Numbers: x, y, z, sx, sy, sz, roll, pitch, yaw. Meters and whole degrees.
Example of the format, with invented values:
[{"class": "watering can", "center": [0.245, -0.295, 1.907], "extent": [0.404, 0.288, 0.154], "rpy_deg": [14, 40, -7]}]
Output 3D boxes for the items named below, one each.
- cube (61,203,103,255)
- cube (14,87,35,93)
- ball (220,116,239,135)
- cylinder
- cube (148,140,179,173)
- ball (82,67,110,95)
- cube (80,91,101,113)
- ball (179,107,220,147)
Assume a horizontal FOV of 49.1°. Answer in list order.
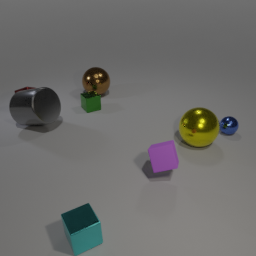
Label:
[{"class": "cube", "center": [-1.046, 2.291, 6.383], "extent": [0.700, 0.700, 0.700], "rpy_deg": [-18, 33, -24]}, {"class": "cube", "center": [-4.511, -1.405, 12.548], "extent": [0.700, 0.700, 0.700], "rpy_deg": [-14, 0, 16]}, {"class": "ball", "center": [3.843, -0.100, 10.667], "extent": [0.700, 0.700, 0.700], "rpy_deg": [0, 29, 0]}, {"class": "cylinder", "center": [-3.589, -0.818, 10.874], "extent": [1.400, 1.400, 1.400], "rpy_deg": [-3, 24, 33]}, {"class": "cube", "center": [1.028, 0.805, 8.039], "extent": [0.700, 0.700, 0.700], "rpy_deg": [-14, 4, 14]}, {"class": "ball", "center": [-1.571, -2.300, 13.844], "extent": [1.400, 1.400, 1.400], "rpy_deg": [0, 29, 0]}, {"class": "cube", "center": [-1.672, -1.186, 12.604], "extent": [0.700, 0.700, 0.700], "rpy_deg": [-16, 33, -26]}, {"class": "ball", "center": [2.492, -0.031, 9.837], "extent": [1.400, 1.400, 1.400], "rpy_deg": [0, 29, 0]}]
